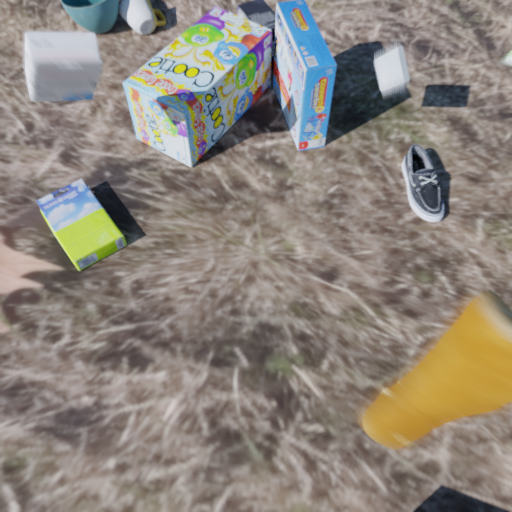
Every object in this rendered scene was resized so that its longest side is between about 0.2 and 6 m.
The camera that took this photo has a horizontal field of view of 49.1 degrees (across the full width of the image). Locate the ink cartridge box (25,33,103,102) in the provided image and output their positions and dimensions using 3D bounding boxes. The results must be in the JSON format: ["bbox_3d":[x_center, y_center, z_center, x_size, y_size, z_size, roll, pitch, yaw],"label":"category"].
[{"bbox_3d":[-2.789,-2.749,8.051,0.946,1.631,0.553,-10,91,-23],"label":"ink cartridge box"}]

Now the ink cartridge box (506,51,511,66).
[{"bbox_3d":[4.321,-2.683,8.291,1.193,0.286,0.868,3,29,-47],"label":"ink cartridge box"}]

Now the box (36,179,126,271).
[{"bbox_3d":[-3.349,-0.617,10.687,1.032,0.403,1.693,-31,62,-19],"label":"box"}]

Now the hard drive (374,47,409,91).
[{"bbox_3d":[2.577,-3.550,10.697,0.125,0.937,0.618,-17,99,-13],"label":"hard drive"}]

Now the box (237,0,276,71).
[{"bbox_3d":[0.101,-5.161,13.187,0.727,1.181,1.171,-22,59,-14],"label":"box"}]

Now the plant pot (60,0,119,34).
[{"bbox_3d":[-4.005,-6.108,13.903,1.384,0.932,1.384,-4,54,5],"label":"plant pot"}]

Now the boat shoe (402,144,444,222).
[{"bbox_3d":[3.350,-1.485,11.143,0.622,0.588,1.735,-3,57,-2],"label":"boat shoe"}]

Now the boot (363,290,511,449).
[{"bbox_3d":[1.939,1.369,5.780,1.953,2.728,0.960,-34,61,15],"label":"boot"}]

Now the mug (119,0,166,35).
[{"bbox_3d":[-2.805,-6.031,14.022,0.999,0.800,0.820,-28,69,-10],"label":"mug"}]

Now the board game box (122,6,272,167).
[{"bbox_3d":[-1.132,-3.635,11.948,1.558,1.586,3.025,30,62,18],"label":"board game box"}]

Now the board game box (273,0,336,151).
[{"bbox_3d":[0.937,-3.731,11.681,0.610,2.136,2.182,-12,58,-7],"label":"board game box"}]
